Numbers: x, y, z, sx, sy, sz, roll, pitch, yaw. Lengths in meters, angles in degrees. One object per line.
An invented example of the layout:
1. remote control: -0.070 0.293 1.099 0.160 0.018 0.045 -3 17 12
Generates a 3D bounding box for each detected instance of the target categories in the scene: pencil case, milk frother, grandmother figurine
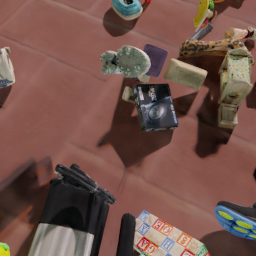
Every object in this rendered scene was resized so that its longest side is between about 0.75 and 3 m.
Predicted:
1. pencil case: -4.874 -1.572 8.576 2.831 1.101 1.266 -20 89 -9
2. milk frother: -1.220 2.209 5.634 2.341 2.594 2.440 -3 59 26
3. grandmother figurine: 3.985 -3.229 9.691 1.428 0.866 0.432 -8 97 -24

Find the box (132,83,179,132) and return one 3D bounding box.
1. box: 0.804 -0.619 8.230 1.116 0.303 1.393 -4 73 -22

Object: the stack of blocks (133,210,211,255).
1. stack of blocks: 0.701 2.665 6.081 1.068 0.543 1.855 -44 29 -22

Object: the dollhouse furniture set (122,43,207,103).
1. dollhouse furniture set: 1.117 -1.583 9.142 2.333 1.849 1.656 16 19 -16

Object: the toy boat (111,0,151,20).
1. toy boat: 0.213 -4.842 10.498 1.681 0.781 1.413 -30 66 -14

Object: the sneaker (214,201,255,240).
1. sneaker: 3.410 2.103 6.836 2.725 0.966 1.129 6 56 -3

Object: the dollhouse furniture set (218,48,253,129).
1. dollhouse furniture set: 3.782 -1.109 8.311 1.873 1.178 2.118 7 63 4

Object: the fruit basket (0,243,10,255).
1. fruit basket: -3.158 3.153 5.907 1.131 1.568 1.568 6 62 3

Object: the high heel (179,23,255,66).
1. high heel: 2.885 -2.364 9.303 1.605 0.804 2.252 -44 71 -10

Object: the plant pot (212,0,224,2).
1. plant pot: 3.697 -5.304 10.789 0.762 0.833 0.833 -14 62 -26

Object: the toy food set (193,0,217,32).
1. toy food set: 2.163 -3.105 7.724 0.409 0.736 1.252 19 46 -9

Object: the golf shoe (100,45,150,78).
1. golf shoe: 0.090 -1.591 6.699 0.884 0.712 1.819 -8 18 -33
